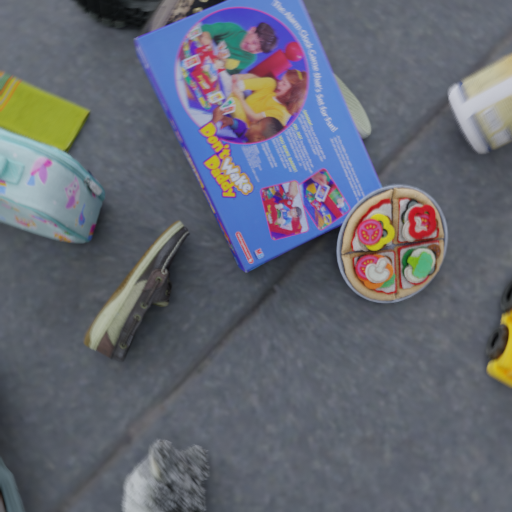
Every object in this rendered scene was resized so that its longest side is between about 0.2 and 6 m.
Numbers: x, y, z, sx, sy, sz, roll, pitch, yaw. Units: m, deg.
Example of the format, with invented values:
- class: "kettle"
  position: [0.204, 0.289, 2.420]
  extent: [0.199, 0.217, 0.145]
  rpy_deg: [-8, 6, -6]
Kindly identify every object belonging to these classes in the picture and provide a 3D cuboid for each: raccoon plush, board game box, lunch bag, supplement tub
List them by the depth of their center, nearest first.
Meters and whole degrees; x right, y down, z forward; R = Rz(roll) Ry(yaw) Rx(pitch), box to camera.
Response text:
- class: "raccoon plush"
  position: [-0.650, 4.118, 7.788]
  extent: [3.386, 1.638, 2.268]
  rpy_deg: [20, 76, 19]
- class: "lunch bag"
  position: [-3.935, -1.260, 8.740]
  extent: [3.016, 2.419, 1.163]
  rpy_deg: [18, 77, 6]
- class: "board game box"
  position: [0.114, -2.068, 9.098]
  extent: [2.627, 0.875, 3.907]
  rpy_deg: [-26, 97, -6]
- class: "supplement tub"
  position: [4.306, -2.654, 9.360]
  extent: [1.763, 1.273, 1.273]
  rpy_deg: [-26, 76, 28]

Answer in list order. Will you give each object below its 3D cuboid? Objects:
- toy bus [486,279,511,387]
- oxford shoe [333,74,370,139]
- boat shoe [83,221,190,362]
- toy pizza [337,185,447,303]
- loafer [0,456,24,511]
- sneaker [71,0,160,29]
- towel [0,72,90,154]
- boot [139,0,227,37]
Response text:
- class: "toy bus"
  position: [4.623, 1.101, 8.488]
  extent: [1.353, 1.915, 1.994]
  rpy_deg: [23, 80, 4]
- class: "oxford shoe"
  position: [1.157, -2.944, 10.084]
  extent: [2.323, 0.873, 0.671]
  rpy_deg: [47, 121, 2]
- class: "boat shoe"
  position: [-1.788, 0.575, 9.196]
  extent: [0.811, 0.916, 2.501]
  rpy_deg: [36, 80, -6]
- class: "toy pizza"
  position: [2.272, -0.148, 9.110]
  extent: [1.982, 0.314, 1.982]
  rpy_deg: [-4, 105, -14]
- class: "loafer"
  position: [-4.420, 2.875, 8.272]
  extent: [1.009, 1.153, 3.208]
  rpy_deg: [-15, 71, -45]
- class: "sneaker"
  position: [-2.256, -4.809, 10.437]
  extent: [2.606, 0.983, 1.033]
  rpy_deg: [18, 69, -5]
- class: "towel"
  position: [-4.286, -2.688, 10.225]
  extent: [2.307, 0.208, 0.993]
  rpy_deg: [24, 79, 5]
- class: "boot"
  position: [-0.501, -4.223, 9.741]
  extent: [2.020, 0.982, 2.683]
  rpy_deg: [36, 87, -21]
